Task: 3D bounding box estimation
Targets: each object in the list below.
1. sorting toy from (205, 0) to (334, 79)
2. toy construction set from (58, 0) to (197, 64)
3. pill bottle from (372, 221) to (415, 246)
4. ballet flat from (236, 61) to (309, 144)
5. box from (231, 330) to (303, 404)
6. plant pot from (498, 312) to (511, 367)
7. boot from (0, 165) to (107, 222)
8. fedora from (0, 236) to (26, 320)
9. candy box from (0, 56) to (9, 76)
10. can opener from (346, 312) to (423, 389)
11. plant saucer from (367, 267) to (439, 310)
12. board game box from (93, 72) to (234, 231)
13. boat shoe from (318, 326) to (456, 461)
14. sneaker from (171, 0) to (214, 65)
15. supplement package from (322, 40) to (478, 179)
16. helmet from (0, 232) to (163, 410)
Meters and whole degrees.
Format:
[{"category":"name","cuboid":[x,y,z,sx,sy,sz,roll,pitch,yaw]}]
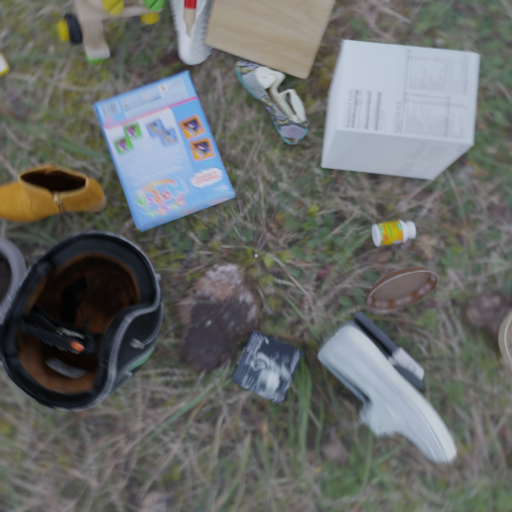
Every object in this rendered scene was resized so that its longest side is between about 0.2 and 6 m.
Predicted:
[{"category":"sorting toy","cuboid":[0.322,-4.604,10.214,2.035,0.708,2.023,19,125,-1]},{"category":"toy construction set","cuboid":[-2.249,-4.454,9.924,2.922,2.246,2.437,31,42,27]},{"category":"pill bottle","cuboid":[2.517,-0.424,10.246,0.716,0.398,0.398,-9,82,-2]},{"category":"ballet flat","cuboid":[0.383,-3.017,10.454,0.694,0.694,1.930,-34,86,-4]},{"category":"box","cuboid":[0.180,1.931,9.823,0.958,0.604,0.974,24,83,1]},{"category":"plant pot","cuboid":[4.785,1.471,9.724,1.346,0.903,1.346,0,83,-1]},{"category":"boot","cuboid":[-3.841,-1.144,9.709,2.317,1.659,0.815,-1,81,0]},{"category":"fedora","cuboid":[-5.002,0.571,9.813,2.157,0.974,1.908,-41,85,-10]},{"category":"candy box","cuboid":[-5.348,-3.547,10.815,1.034,0.137,0.528,-31,86,-4]},{"category":"can opener","cuboid":[2.314,1.674,9.872,1.645,0.550,0.439,45,83,3]},{"category":"plant saucer","cuboid":[2.524,0.542,9.757,1.279,1.279,0.220,-14,59,-2]},{"category":"board game box","cuboid":[-1.702,-1.941,10.413,1.878,0.454,2.483,-20,82,-3]},{"category":"boat shoe","cuboid":[2.065,2.419,9.262,0.946,0.927,2.657,-37,73,-13]},{"category":"sneaker","cuboid":[-1.228,-4.662,10.739,0.832,0.790,2.068,7,84,19]},{"category":"supplement package","cuboid":[2.363,-2.430,9.687,2.139,2.045,1.573,6,82,1]},{"category":"helmet","cuboid":[-2.680,0.955,9.037,2.533,2.415,2.533,5,119,9]}]
